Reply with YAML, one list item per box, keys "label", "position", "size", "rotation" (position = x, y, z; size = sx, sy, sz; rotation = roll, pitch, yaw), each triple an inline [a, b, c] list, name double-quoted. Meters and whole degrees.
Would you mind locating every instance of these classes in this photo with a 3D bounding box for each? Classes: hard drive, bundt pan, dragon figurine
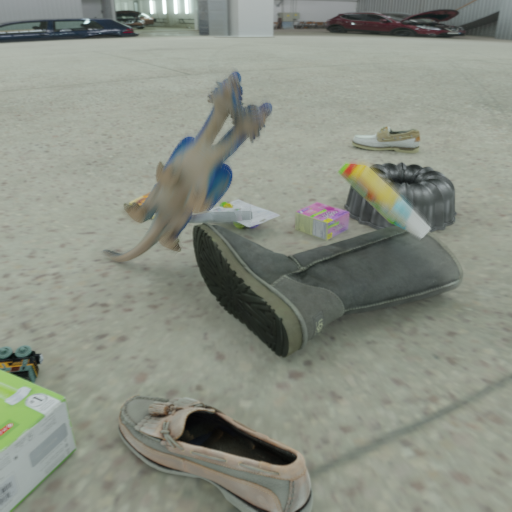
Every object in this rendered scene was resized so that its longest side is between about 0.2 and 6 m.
- label: "hard drive"
  position: [-0.733, -0.729, 10.612]
  size: [0.832, 0.166, 1.262]
  rotation: [-4, 3, -29]
- label: "bundt pan"
  position: [3.452, -1.498, 13.248]
  size: [2.646, 0.993, 2.646]
  rotation: [1, 27, 0]
- label: "dragon figurine"
  position: [-1.273, -1.328, 10.434]
  size: [1.288, 4.377, 2.176]
  rotation: [37, 43, -6]

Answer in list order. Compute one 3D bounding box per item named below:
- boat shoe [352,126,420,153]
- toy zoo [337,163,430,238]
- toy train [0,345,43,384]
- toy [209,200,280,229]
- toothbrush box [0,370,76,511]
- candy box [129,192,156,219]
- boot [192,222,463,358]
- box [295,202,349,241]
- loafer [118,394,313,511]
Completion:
- label: "boat shoe"
  position: [4.145, -3.770, 17.868]
  size: [2.114, 0.723, 0.790]
  rotation: [6, 28, 12]
- label: "toy zoo"
  position: [2.093, -0.953, 9.279]
  size: [1.430, 0.223, 2.180]
  rotation: [43, 7, -8]
- label: "toy train"
  position: [-3.573, 1.602, 7.951]
  size: [1.009, 0.430, 0.575]
  rotation: [-4, 37, -8]
- label: "toy"
  position: [-0.287, -0.862, 12.692]
  size: [0.901, 0.369, 1.565]
  rotation: [-23, 34, -32]
- label: "toothbrush box"
  position: [-3.423, 2.077, 6.465]
  size: [2.081, 0.896, 1.515]
  rotation: [14, 31, 23]
- label: "candy box"
  position: [-2.413, -1.292, 13.543]
  size: [0.687, 0.329, 1.190]
  rotation: [15, 31, 27]
- label: "boot"
  position: [1.185, 0.047, 9.878]
  size: [3.764, 1.366, 3.422]
  rotation: [-24, 50, -27]
- label: "box"
  position: [1.458, -0.783, 12.450]
  size: [0.914, 0.442, 0.804]
  rotation: [24, 36, 37]
- label: "loafer"
  position: [-0.531, 2.100, 6.481]
  size: [2.681, 0.843, 0.964]
  rotation: [17, 32, 30]
